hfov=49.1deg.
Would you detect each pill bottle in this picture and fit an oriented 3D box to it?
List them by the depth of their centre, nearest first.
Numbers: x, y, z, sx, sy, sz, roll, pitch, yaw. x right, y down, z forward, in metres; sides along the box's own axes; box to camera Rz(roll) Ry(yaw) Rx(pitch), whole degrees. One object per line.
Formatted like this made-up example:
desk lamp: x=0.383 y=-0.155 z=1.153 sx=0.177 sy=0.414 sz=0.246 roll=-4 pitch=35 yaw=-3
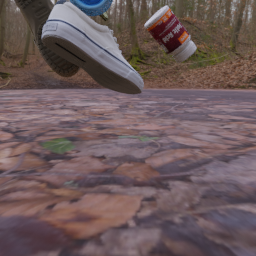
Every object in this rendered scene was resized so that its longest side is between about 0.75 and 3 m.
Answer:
pill bottle: x=1.710 y=-3.627 z=11.034 sx=1.156 sy=2.025 sz=1.156 roll=-40 pitch=19 yaw=16

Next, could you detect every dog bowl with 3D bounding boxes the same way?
dog bowl: x=-0.549 y=-2.928 z=5.153 sx=0.922 sy=1.654 sz=0.410 roll=23 pitch=15 yaw=-11

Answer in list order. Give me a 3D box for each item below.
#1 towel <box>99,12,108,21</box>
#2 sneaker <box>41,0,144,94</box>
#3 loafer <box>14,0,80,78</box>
towel: x=-1.149 y=-4.266 z=9.619 sx=0.233 sy=1.279 sz=0.949 roll=-39 pitch=-34 yaw=17
sneaker: x=-0.477 y=-1.551 z=5.758 sx=0.982 sy=0.952 sz=2.689 roll=3 pitch=-18 yaw=37
loafer: x=-1.703 y=-2.152 z=6.170 sx=0.888 sy=2.347 sz=0.801 roll=-27 pitch=-3 yaw=-4
